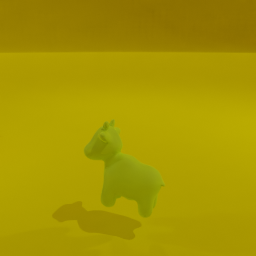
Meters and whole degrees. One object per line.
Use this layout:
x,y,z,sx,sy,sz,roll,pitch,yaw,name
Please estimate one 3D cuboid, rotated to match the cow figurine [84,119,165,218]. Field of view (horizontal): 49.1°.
-0.035,0.450,3.333,1.018,1.002,0.559,13,11,15,cow figurine
